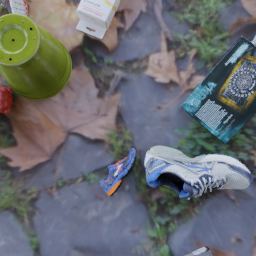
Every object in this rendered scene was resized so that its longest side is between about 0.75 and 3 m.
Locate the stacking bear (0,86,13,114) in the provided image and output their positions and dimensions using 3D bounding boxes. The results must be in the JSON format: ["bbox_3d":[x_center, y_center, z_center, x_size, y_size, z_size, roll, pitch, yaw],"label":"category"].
[{"bbox_3d":[-4.440,-0.914,8.090,2.130,1.212,1.294,7,83,-4],"label":"stacking bear"}]

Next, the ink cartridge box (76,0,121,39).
[{"bbox_3d":[-0.910,-3.769,8.699,0.994,0.571,1.697,23,83,3],"label":"ink cartridge box"}]

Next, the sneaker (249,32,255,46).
[{"bbox_3d":[3.909,-2.166,8.449,0.809,0.727,1.874,24,93,5],"label":"sneaker"}]

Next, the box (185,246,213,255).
[{"bbox_3d":[1.657,4.421,7.670,1.980,0.479,1.568,-24,83,-3],"label":"box"}]

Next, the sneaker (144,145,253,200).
[{"bbox_3d":[1.834,1.414,7.540,2.924,1.127,1.245,7,39,8],"label":"sneaker"}]

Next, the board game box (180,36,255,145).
[{"bbox_3d":[3.018,-1.057,8.078,1.768,0.368,2.614,42,102,5],"label":"board game box"}]

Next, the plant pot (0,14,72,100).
[{"bbox_3d":[-2.790,-2.019,7.743,2.104,2.025,2.104,0,83,0],"label":"plant pot"}]

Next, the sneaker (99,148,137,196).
[{"bbox_3d":[-0.272,1.192,8.074,0.604,0.580,1.540,34,82,9],"label":"sneaker"}]

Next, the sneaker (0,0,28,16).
[{"bbox_3d":[-3.741,-4.008,8.805,0.740,0.696,1.807,-23,80,22],"label":"sneaker"}]
